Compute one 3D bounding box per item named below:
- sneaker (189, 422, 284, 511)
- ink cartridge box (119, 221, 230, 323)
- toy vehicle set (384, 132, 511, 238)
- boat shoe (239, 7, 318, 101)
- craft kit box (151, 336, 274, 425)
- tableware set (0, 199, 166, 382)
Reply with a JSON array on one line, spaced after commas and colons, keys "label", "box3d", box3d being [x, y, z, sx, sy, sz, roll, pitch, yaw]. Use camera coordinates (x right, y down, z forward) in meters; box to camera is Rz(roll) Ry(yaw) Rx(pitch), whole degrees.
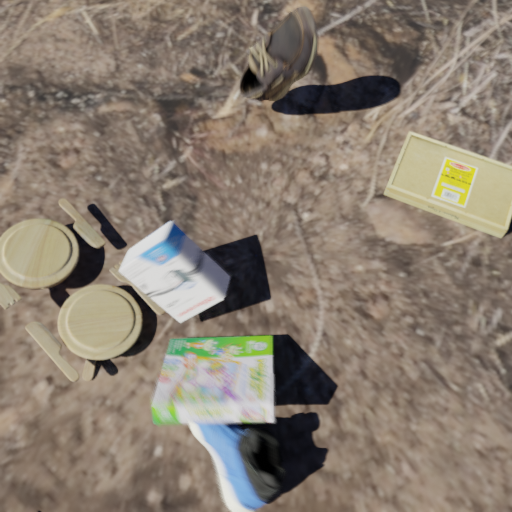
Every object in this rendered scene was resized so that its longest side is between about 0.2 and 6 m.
[{"label": "sneaker", "box3d": [-0.260, 2.591, 8.079, 0.742, 1.076, 1.934, 9, 44, -45]}, {"label": "ink cartridge box", "box3d": [-1.264, 0.283, 8.830, 1.017, 1.389, 0.597, -31, 27, 29]}, {"label": "toy vehicle set", "box3d": [3.742, -1.381, 10.611, 2.291, 0.304, 1.423, 23, 66, 11]}, {"label": "boat shoe", "box3d": [0.327, -3.392, 9.880, 0.888, 2.421, 0.902, -21, 81, -21]}, {"label": "craft kit box", "box3d": [-0.578, 1.814, 8.391, 1.680, 0.413, 1.701, 0, 25, 0]}, {"label": "tableware set", "box3d": [-3.181, 0.613, 9.505, 2.998, 0.601, 1.982, 45, 60, 13]}]
